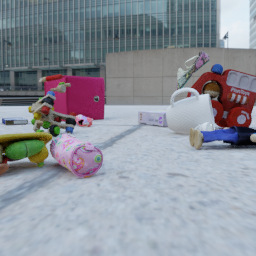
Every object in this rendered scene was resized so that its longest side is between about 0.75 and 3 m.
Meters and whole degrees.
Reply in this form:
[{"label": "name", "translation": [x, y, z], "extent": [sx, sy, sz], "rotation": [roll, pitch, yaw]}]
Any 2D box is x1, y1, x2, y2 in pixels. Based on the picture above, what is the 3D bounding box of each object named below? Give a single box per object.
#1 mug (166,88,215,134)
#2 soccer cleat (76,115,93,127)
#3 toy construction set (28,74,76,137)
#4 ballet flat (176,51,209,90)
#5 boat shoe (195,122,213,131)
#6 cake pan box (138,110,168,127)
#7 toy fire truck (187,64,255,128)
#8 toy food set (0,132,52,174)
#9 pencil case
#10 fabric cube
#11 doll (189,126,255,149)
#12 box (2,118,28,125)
[{"label": "mug", "translation": [1.996, -0.578, 9.269], "extent": [1.454, 1.658, 1.224], "rotation": [-9, 34, 20]}, {"label": "soccer cleat", "translation": [-2.074, -0.303, 12.240], "extent": [0.544, 0.475, 1.424], "rotation": [-7, 12, -39]}, {"label": "toy construction set", "translation": [-2.750, -0.673, 9.306], "extent": [1.551, 2.019, 1.683], "rotation": [-3, -4, 25]}, {"label": "ballet flat", "translation": [2.283, -2.180, 10.520], "extent": [0.603, 1.694, 0.585], "rotation": [41, 19, -7]}, {"label": "boat shoe", "translation": [2.176, 0.099, 8.153], "extent": [0.513, 0.539, 1.496], "rotation": [-10, 3, 21]}, {"label": "cake pan box", "translation": [2.008, -0.479, 13.021], "extent": [2.315, 0.657, 2.514], "rotation": [-5, 7, -24]}, {"label": "toy fire truck", "translation": [3.577, -1.172, 10.600], "extent": [2.658, 2.232, 1.490], "rotation": [14, 4, -7]}, {"label": "toy food set", "translation": [-2.007, 0.494, 4.550], "extent": [1.724, 0.563, 1.014], "rotation": [-3, -18, -46]}, {"label": "pencil case", "translation": [-0.905, 0.417, 4.693], "extent": [0.580, 0.580, 1.328], "rotation": [-3, 8, -27]}, {"label": "fabric cube", "translation": [-3.034, -1.682, 15.897], "extent": [2.470, 2.431, 2.478], "rotation": [-5, 9, -43]}, {"label": "doll", "translation": [2.656, 0.205, 6.911], "extent": [2.158, 0.523, 1.472], "rotation": [-1, 6, -3]}, {"label": "box", "translation": [-5.428, -0.334, 13.359], "extent": [0.971, 0.260, 1.603], "rotation": [-3, 8, -30]}]
